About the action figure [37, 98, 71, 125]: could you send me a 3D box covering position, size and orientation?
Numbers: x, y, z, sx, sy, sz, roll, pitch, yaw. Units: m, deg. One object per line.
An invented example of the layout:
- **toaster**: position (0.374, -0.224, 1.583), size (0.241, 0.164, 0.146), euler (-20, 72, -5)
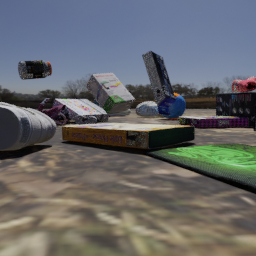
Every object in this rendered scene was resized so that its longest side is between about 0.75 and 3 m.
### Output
- **action figure**: position (-3.381, -0.461, 11.922), size (1.809, 1.212, 1.347), euler (-5, 39, 0)

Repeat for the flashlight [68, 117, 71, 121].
- **flashlight**: position (-3.856, -0.640, 13.792), size (2.015, 0.682, 0.685), euler (-2, 27, -13)

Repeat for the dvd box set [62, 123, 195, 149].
- **dvd box set**: position (-0.011, 0.118, 6.352), size (2.479, 0.364, 1.813), euler (3, 5, 39)

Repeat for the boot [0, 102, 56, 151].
- **boot**: position (-3.011, -0.051, 5.752), size (2.966, 1.091, 1.418), euler (9, 0, 14)

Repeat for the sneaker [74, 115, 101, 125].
- **sneaker**: position (-1.674, -0.317, 11.641), size (1.079, 0.407, 0.614), euler (5, 3, 23)

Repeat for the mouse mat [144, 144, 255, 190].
- **mouse mat**: position (1.736, 0.466, 4.141), size (2.150, 0.101, 2.671), euler (-3, 5, -25)

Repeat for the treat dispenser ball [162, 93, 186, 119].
- **treat dispenser ball**: position (2.521, -1.234, 15.932), size (1.520, 1.520, 1.520), euler (0, 5, 0)

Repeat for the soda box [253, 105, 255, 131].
- **soda box**: position (5.007, -0.235, 7.788), size (0.955, 0.855, 2.700), euler (-4, 7, -36)

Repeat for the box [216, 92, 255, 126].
- **box**: position (5.158, -0.844, 11.888), size (1.561, 1.355, 2.554), euler (-4, 6, -22)

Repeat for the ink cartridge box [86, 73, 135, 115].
- **ink cartridge box**: position (-0.697, -1.385, 10.997), size (1.167, 0.677, 1.611), euler (-15, 59, -45)

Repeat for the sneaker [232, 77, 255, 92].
- **sneaker**: position (4.996, -1.692, 11.371), size (1.667, 0.614, 0.723), euler (-14, 21, -30)

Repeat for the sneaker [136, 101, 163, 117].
- **sneaker**: position (1.902, -1.156, 18.286), size (2.816, 1.058, 1.141), euler (-2, 14, -14)

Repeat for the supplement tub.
- **supplement tub**: position (-3.382, -2.125, 10.210), size (1.080, 0.662, 0.662), euler (-12, 10, -32)

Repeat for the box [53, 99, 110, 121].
- **box**: position (-2.227, -0.865, 13.625), size (1.760, 0.465, 2.257), euler (32, 21, 27)

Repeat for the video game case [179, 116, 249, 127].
- **video game case**: position (3.294, -0.263, 11.018), size (2.034, 0.364, 1.844), euler (-1, 5, -12)

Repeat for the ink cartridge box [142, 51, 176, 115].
- **ink cartridge box**: position (1.277, -1.693, 10.800), size (0.471, 2.403, 1.195), euler (-19, -8, 27)

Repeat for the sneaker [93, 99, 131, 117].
- **sneaker**: position (-1.108, -1.483, 19.549), size (2.857, 1.336, 1.006), euler (-3, 5, -24)
